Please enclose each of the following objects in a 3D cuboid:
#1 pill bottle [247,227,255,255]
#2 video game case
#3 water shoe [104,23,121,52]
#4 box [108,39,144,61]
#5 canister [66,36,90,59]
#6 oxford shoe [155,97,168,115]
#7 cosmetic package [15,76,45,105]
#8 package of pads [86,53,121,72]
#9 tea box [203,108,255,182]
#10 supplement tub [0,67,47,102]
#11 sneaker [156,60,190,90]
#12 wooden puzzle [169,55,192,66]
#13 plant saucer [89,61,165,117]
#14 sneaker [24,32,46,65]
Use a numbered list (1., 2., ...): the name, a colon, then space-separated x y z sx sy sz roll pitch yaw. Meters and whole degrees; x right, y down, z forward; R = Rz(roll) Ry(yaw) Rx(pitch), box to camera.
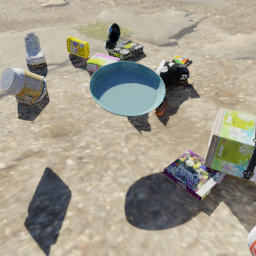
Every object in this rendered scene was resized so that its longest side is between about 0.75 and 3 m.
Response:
1. pill bottle: 3.910 3.408 5.857 1.655 1.655 2.943 -6 41 -7
2. video game case: 2.158 1.483 9.117 1.378 0.272 1.520 -30 49 -32
3. water shoe: -0.594 -4.261 12.803 0.621 0.685 1.737 20 60 -19
4. box: -0.123 -4.433 15.842 1.297 0.358 1.619 32 50 32
5. canister: -2.734 -4.422 15.414 1.254 0.931 0.543 25 44 23
6. oxford shoe: 1.451 -1.051 11.903 0.431 0.440 1.212 12 42 13
7. cosmetic package: -4.344 -1.723 12.526 0.757 0.639 1.465 11 43 13
8. package of pads: -1.260 -3.270 14.391 1.512 0.516 1.168 16 44 18
9. tea box: 3.714 0.505 9.262 1.947 1.322 1.979 15 34 16
10. supplement tub: -3.599 -1.508 9.711 0.945 0.945 1.307 39 14 36
11. sneaker: 2.084 -2.375 13.009 1.491 0.974 2.665 9 41 12
12. wooden puzzle: 2.805 -3.645 15.067 0.971 0.196 1.050 21 45 23
13. plant saucer: -0.029 -1.352 9.846 2.650 0.363 2.650 3 52 -4
14. sneaker: -5.127 -4.349 15.010 1.029 1.312 2.641 -16 44 -19
